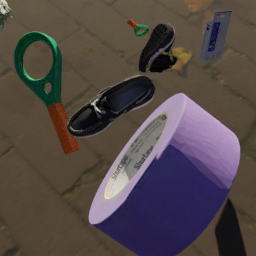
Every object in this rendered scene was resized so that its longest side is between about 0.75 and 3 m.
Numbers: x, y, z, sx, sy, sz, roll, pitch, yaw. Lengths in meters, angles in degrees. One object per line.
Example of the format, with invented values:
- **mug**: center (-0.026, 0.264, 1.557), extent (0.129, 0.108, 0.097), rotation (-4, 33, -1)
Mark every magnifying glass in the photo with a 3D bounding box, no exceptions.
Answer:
- **magnifying glass**: center (-1.769, -0.805, 6.373), extent (1.153, 0.325, 2.898), rotation (-23, 83, 18)
- **magnifying glass**: center (0.247, -2.664, 7.433), extent (0.396, 0.994, 0.111), rotation (-24, 82, 25)

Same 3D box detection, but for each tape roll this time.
- **tape roll**: center (0.515, 0.753, 4.708), extent (1.088, 2.561, 2.561), rotation (37, 65, -8)

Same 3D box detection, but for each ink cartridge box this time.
- **ink cartridge box**: center (2.364, -2.501, 7.597), extent (0.655, 1.317, 0.258), rotation (-15, 39, -28)

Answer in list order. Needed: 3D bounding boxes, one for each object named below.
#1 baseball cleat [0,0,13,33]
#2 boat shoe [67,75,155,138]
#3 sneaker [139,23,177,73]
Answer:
- **baseball cleat**: center (-3.363, -2.555, 6.054), extent (1.527, 1.001, 2.870), rotation (23, 13, -28)
- **boat shoe**: center (-0.229, -0.277, 3.505), extent (1.245, 0.376, 0.460), rotation (-24, 76, -1)
- **sneaker**: center (0.893, -1.914, 6.988), extent (0.833, 2.012, 0.721), rotation (10, 79, -12)
